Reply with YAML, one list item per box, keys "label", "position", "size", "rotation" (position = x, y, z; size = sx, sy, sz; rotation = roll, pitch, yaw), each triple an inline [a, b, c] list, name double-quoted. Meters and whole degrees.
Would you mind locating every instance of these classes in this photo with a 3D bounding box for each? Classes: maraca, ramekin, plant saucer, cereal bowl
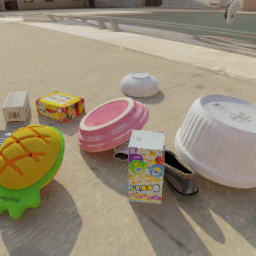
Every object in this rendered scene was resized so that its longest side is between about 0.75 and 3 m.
- label: "maraca"
  position: [-2.642, 1.017, 7.276]
  size: [1.873, 1.462, 2.733]
  rotation: [-3, 49, 19]
- label: "ramekin"
  position: [2.899, 0.192, 8.000]
  size: [2.881, 1.512, 2.881]
  rotation: [9, 31, -5]
- label: "plant saucer"
  position: [-0.587, -0.250, 9.263]
  size: [2.576, 0.653, 2.576]
  rotation: [-20, 27, 11]
- label: "cereal bowl"
  position: [0.572, -2.231, 13.624]
  size: [1.917, 0.798, 1.917]
  rotation: [-1, 29, 0]

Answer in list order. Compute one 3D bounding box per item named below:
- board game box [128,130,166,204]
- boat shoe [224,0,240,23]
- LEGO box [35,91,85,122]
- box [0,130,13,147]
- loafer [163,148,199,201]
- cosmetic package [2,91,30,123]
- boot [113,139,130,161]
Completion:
- label: "board game box"
  position: [0.472, 0.976, 6.978]
  size: [0.837, 1.625, 0.852]
  rotation: [4, 29, 7]
- label: "boat shoe"
  position: [2.864, -3.288, 7.841]
  size: [0.332, 0.968, 0.274]
  rotation: [-33, 75, 3]
- label: "LEGO box"
  position: [-2.736, -0.903, 11.398]
  size: [1.590, 0.614, 1.184]
  rotation: [17, 33, 28]
- label: "box"
  position: [-4.290, 0.690, 8.317]
  size: [1.904, 0.474, 1.502]
  rotation: [8, 46, 14]
- label: "loafer"
  position: [1.139, 0.953, 7.880]
  size: [0.902, 0.790, 2.512]
  rotation: [-14, 32, -23]
- label: "cosmetic package"
  position: [-4.467, -0.865, 11.272]
  size: [0.806, 0.680, 1.559]
  rotation: [-5, 30, -8]
- label: "boot"
  position: [-0.314, 0.567, 8.795]
  size: [1.662, 0.611, 0.794]
  rotation: [2, 50, 42]
